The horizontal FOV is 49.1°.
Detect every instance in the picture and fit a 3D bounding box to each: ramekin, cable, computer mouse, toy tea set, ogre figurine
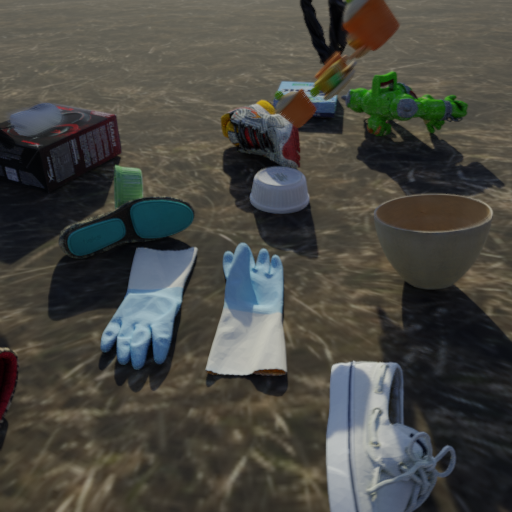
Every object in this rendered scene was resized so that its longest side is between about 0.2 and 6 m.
[{"bbox_3d":[0.472,-1.367,11.330,1.211,0.564,1.211,-1,32,0],"label":"ramekin"},{"bbox_3d":[1.341,-4.811,11.505,0.502,1.976,1.612,-28,68,-11],"label":"cable"},{"bbox_3d":[-2.461,-1.233,10.776,0.485,0.993,0.993,-2,32,-17],"label":"ramekin"},{"bbox_3d":[-4.320,-2.479,10.450,1.343,0.736,0.295,-17,33,6],"label":"computer mouse"},{"bbox_3d":[1.141,-3.086,8.627,2.367,0.876,1.408,-48,12,-7],"label":"toy tea set"},{"bbox_3d":[3.580,-3.953,14.547,1.887,1.545,3.148,-10,44,-36],"label":"ogre figurine"}]

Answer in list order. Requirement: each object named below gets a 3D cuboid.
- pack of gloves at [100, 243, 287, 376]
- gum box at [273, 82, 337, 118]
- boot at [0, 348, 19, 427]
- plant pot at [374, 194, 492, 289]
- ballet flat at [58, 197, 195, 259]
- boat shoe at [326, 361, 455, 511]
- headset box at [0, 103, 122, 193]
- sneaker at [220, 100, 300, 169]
[{"bbox_3d":[-0.844,0.500,8.391,2.547,0.598,3.032,1,32,0],"label":"pack of gloves"},{"bbox_3d":[1.490,-4.644,16.562,1.766,0.463,2.079,5,33,8],"label":"gum box"},{"bbox_3d":[-4.059,1.868,5.861,2.192,1.065,2.911,1,26,3],"label":"boot"},{"bbox_3d":[2.731,-0.160,8.776,1.725,1.158,1.725,-5,23,2],"label":"plant pot"},{"bbox_3d":[-2.343,-0.597,10.013,2.402,0.815,0.904,-18,23,-22],"label":"ballet flat"},{"bbox_3d":[1.368,2.016,5.551,1.163,1.008,2.728,-12,23,15],"label":"boat shoe"},{"bbox_3d":[-4.601,-2.604,12.829,2.037,1.028,2.741,16,36,23],"label":"headset box"},{"bbox_3d":[0.085,-2.726,13.033,1.357,1.286,3.304,-15,26,-15],"label":"sneaker"}]
